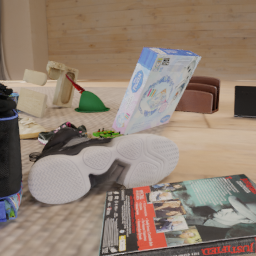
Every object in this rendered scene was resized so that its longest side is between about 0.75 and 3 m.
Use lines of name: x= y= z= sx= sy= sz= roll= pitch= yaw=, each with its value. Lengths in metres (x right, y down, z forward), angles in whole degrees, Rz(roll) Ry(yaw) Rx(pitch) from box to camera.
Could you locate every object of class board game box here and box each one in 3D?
board game box: x=0.990 y=-1.225 z=9.272 sx=0.603 sy=2.766 sz=2.779 roll=38 pitch=31 yaw=27

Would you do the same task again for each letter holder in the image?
letter holder: x=3.157 y=-1.691 z=13.730 sx=2.378 sy=1.690 sz=1.196 roll=8 pitch=15 yaw=32

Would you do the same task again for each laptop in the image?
laptop: x=5.754 y=-1.122 z=11.783 sx=2.309 sy=1.429 sz=2.466 roll=6 pitch=14 yaw=24

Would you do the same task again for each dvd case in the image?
dvd case: x=0.784 y=1.131 z=3.706 sx=2.238 sy=0.246 sz=1.633 roll=-9 pitch=12 yaw=0

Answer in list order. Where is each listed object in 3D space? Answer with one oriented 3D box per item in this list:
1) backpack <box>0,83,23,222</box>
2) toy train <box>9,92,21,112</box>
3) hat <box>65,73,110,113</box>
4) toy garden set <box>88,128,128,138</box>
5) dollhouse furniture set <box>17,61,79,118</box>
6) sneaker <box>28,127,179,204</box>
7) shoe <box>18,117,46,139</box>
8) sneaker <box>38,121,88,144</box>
backpack: x=-3.071 y=0.326 z=4.071 sx=2.816 sy=1.894 sz=2.570 roll=-4 pitch=13 yaw=-23
toy train: x=-6.332 y=-1.235 z=13.290 sx=2.458 sy=1.065 sz=1.404 roll=-6 pitch=20 yaw=-27
hat: x=-1.894 y=-1.765 z=13.780 sx=2.056 sy=1.810 sz=1.703 roll=-5 pitch=13 yaw=-20
toy garden set: x=-0.688 y=0.217 z=8.360 sx=1.151 sy=0.276 sz=1.381 roll=-9 pitch=15 yaw=-36
dollhouse furniture set: x=-3.272 y=-1.773 z=13.289 sx=2.194 sy=2.560 sz=2.692 roll=18 pitch=7 yaw=42
sneaker: x=-0.496 y=0.470 z=5.247 sx=2.718 sy=1.026 sz=1.547 roll=-8 pitch=20 yaw=-22
shoe: x=-3.514 y=-0.076 z=8.908 sx=2.285 sy=0.610 sz=0.799 roll=7 pitch=14 yaw=30
sneaker: x=-1.791 y=0.128 z=7.903 sx=1.515 sy=0.654 sz=0.608 roll=2 pitch=11 yaw=11
